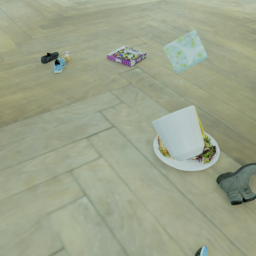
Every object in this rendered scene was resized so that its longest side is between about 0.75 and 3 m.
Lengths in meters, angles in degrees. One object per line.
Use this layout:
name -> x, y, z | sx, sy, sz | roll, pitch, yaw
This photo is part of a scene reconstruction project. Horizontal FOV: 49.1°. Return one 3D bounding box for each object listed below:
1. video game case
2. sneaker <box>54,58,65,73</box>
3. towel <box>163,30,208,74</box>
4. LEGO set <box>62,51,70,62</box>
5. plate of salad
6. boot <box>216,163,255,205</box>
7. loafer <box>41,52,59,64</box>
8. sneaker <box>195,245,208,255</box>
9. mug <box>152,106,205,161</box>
video game case -> -0.054, -3.948, 15.336 | 1.662, 0.298, 1.506 | 26, 46, 28
sneaker -> -3.516, -3.313, 14.348 | 0.478, 0.548, 1.219 | -2, 39, -3
towel -> 1.481, -1.958, 7.280 | 0.944, 0.808, 0.227 | -25, 5, 20
LEGO set -> -3.337, -3.711, 14.876 | 0.422, 0.522, 1.135 | -9, 25, -1
plate of salad -> 2.002, 0.555, 9.584 | 2.252, 0.541, 2.252 | 0, 38, 0
boot -> 3.493, 1.695, 8.291 | 1.550, 0.525, 1.012 | -18, 48, -11
loafer -> -4.210, -3.882, 15.141 | 0.421, 0.435, 1.239 | 21, 43, 24
sneaker -> 1.775, 3.222, 6.531 | 0.419, 0.365, 0.931 | 23, 45, -1
mug -> 1.366, 0.126, 6.553 | 1.318, 1.056, 1.082 | -20, 85, -14
